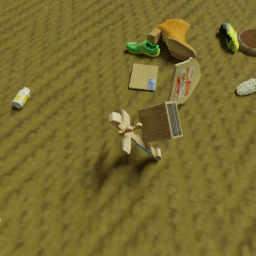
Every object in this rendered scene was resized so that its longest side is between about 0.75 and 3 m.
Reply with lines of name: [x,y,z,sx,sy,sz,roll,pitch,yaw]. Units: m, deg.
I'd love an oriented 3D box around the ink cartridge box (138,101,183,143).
ink cartridge box: [1.015,-0.167,9.099,0.533,1.420,1.170,-8,88,-35]

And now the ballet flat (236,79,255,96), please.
ballet flat: [5.499,-1.944,12.085,1.823,0.654,0.654,-18,57,-12]

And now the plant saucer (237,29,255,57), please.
plant saucer: [6.320,-4.294,13.917,2.002,0.345,2.002,0,55,-1]

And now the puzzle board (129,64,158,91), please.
puzzle board: [0.720,-2.284,12.612,1.160,0.134,1.539,7,55,4]

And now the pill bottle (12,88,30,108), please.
pill bottle: [-4.418,-1.270,11.682,0.455,0.455,0.873,13,55,9]

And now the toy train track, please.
toy train track: [0.430,0.304,9.210,0.458,2.818,1.616,-25,47,26]

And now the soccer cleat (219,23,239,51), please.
soccer cleat: [5.189,-4.565,13.948,0.791,0.611,1.891,-4,55,-12]

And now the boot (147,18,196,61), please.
boot: [2.536,-4.478,13.634,2.851,1.003,2.041,33,61,26]

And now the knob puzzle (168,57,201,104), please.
knob puzzle: [2.178,-1.818,10.818,0.292,2.105,2.105,31,60,34]

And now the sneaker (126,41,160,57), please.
sneaker: [0.724,-3.917,13.420,1.655,0.691,0.613,12,56,10]
